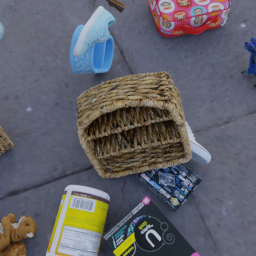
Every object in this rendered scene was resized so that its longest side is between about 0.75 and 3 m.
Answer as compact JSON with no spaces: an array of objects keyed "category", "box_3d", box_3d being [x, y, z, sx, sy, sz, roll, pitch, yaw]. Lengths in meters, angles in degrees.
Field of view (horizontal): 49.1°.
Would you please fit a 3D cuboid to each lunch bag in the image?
[{"category":"lunch bag","box_3d":[2.370,-4.645,10.747,2.872,1.176,2.529,-12,67,-5]}]

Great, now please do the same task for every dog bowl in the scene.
[{"category":"dog bowl","box_3d":[-1.068,-2.453,9.093,0.657,2.651,1.478,12,105,9]}]

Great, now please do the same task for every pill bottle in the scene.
[{"category":"pill bottle","box_3d":[-1.350,2.841,7.469,1.312,1.312,2.401,11,68,5]}]

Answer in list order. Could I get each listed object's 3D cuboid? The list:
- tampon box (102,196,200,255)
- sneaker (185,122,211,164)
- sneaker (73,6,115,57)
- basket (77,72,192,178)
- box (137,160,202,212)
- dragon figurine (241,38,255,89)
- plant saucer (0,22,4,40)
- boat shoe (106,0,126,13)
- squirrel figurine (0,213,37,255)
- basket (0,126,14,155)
[{"category":"tampon box","box_3d":[0.597,3.174,7.319,1.578,1.329,2.106,-39,72,-15]},{"category":"sneaker","box_3d":[1.653,0.182,8.817,2.394,0.874,0.847,36,75,18]},{"category":"sneaker","box_3d":[-0.859,-2.553,7.631,0.696,0.628,1.699,30,73,-8]},{"category":"basket","box_3d":[0.089,-0.027,7.852,2.964,2.115,2.208,-13,65,17]},{"category":"box","box_3d":[1.252,1.547,8.541,1.567,0.360,1.245,39,72,15]},{"category":"dragon figurine","box_3d":[4.663,-1.981,9.610,0.700,1.182,2.377,-24,69,-9]},{"category":"plant saucer","box_3d":[-5.660,-3.786,10.869,1.594,0.307,1.594,0,67,-1]},{"category":"boat shoe","box_3d":[-0.516,-4.226,9.492,0.871,0.306,0.307,27,47,-24]},{"category":"squirrel figurine","box_3d":[-3.169,3.057,7.726,1.272,0.964,1.362,-5,81,-13]},{"category":"basket","box_3d":[-5.037,0.000,8.467,1.796,1.721,2.412,-37,71,-16]}]
